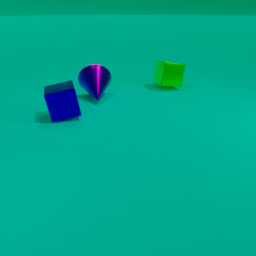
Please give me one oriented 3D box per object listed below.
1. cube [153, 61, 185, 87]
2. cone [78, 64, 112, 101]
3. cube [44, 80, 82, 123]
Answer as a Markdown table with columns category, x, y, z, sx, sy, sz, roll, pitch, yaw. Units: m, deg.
| category | x | y | z | sx | sy | sz | roll | pitch | yaw |
| --- | --- | --- | --- | --- | --- | --- | --- | --- | --- |
| cube | 1.848 | -2.460 | 12.710 | 1.032 | 1.032 | 1.032 | 2 | 14 | -17 |
| cone | -1.268 | -1.554 | 11.191 | 1.403 | 1.403 | 1.408 | -4 | 47 | -9 |
| cube | -2.214 | -0.914 | 9.476 | 1.003 | 1.003 | 1.003 | -15 | 28 | -9 |
